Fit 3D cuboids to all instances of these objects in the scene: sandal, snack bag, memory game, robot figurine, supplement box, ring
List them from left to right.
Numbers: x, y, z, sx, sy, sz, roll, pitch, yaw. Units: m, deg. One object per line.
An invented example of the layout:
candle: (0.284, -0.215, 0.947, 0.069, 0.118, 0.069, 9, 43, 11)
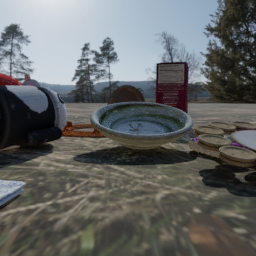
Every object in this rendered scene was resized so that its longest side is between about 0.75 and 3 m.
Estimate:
snack bag: (-1.984, 0.711, 2.609, 1.496, 0.160, 1.411, 1, 7, 10)
robot figurine: (-2.322, -0.270, 5.994, 1.338, 1.611, 2.145, -24, -8, 36)
ring: (-0.916, -0.041, 8.931, 2.867, 0.275, 2.867, -1, 7, 0)
supplement box: (1.800, -1.359, 11.264, 1.221, 2.366, 1.549, 2, 6, 15)
sandal: (1.910, 0.280, 4.994, 0.801, 0.484, 1.969, -6, 9, -44)
memory game: (2.309, 0.297, 4.341, 2.559, 0.163, 2.559, 5, 16, -2)

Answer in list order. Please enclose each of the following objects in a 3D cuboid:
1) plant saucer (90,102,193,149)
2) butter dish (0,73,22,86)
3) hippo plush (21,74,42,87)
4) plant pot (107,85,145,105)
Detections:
plant saucer: (0.283, -0.020, 6.144, 2.199, 0.552, 2.199, 1, 22, -1)
butter dish: (-4.082, -0.908, 7.280, 2.978, 2.207, 2.986, 2, 3, 43)
hippo plush: (-3.580, -0.987, 9.853, 1.534, 1.520, 1.908, -18, 42, 21)
plant pot: (-0.240, -0.895, 11.865, 1.597, 1.597, 1.393, 3, 24, 27)
